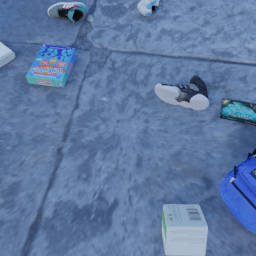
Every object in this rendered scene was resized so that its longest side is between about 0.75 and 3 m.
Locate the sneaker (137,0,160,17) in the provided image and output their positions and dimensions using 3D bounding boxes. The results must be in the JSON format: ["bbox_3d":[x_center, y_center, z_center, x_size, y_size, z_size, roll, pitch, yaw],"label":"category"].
[{"bbox_3d":[1.016,-5.165,11.529,0.702,0.696,1.937,48,51,-16],"label":"sneaker"}]

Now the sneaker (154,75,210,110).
[{"bbox_3d":[1.732,-1.209,8.782,1.719,0.649,0.978,18,57,5],"label":"sneaker"}]

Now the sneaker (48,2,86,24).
[{"bbox_3d":[-2.362,-4.488,11.029,1.511,0.632,0.913,-12,47,-10],"label":"sneaker"}]

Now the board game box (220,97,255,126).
[{"bbox_3d":[3.431,-0.516,8.577,1.128,0.159,0.763,13,57,8],"label":"board game box"}]

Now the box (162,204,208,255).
[{"bbox_3d":[1.215,2.220,6.160,0.869,0.745,0.865,0,17,1],"label":"box"}]

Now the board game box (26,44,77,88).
[{"bbox_3d":[-2.560,-2.141,9.554,1.238,0.366,1.627,8,56,5],"label":"board game box"}]

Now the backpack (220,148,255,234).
[{"bbox_3d":[3.072,1.262,6.245,1.997,1.676,1.623,-41,46,8],"label":"backpack"}]

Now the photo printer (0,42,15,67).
[{"bbox_3d":[-4.682,-2.614,9.865,1.107,0.384,0.921,36,64,22],"label":"photo printer"}]
